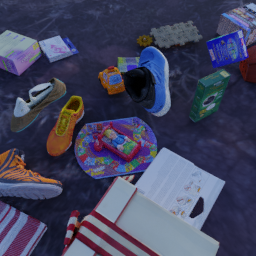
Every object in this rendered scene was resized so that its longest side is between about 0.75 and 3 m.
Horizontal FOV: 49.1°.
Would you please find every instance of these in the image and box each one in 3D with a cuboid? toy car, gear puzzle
[{"bbox_3d":[0.175,-1.909,10.244,2.504,0.833,1.228,-5,47,-7],"label":"toy car"},{"bbox_3d":[1.724,-3.863,12.103,2.752,0.360,1.425,-14,56,-7],"label":"gear puzzle"}]

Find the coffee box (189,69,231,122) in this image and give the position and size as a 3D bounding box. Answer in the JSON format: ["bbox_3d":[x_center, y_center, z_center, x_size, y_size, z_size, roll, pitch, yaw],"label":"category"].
[{"bbox_3d":[2.598,-1.007,9.016,1.041,1.694,0.372,-26,57,-18],"label":"coffee box"}]

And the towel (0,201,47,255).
[{"bbox_3d":[-3.059,2.670,7.158,1.629,0.185,1.173,21,56,15],"label":"towel"}]

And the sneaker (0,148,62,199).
[{"bbox_3d":[-2.906,1.213,7.820,2.333,0.905,1.307,4,54,3],"label":"sneaker"}]

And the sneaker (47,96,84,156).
[{"bbox_3d":[-2.043,-0.125,8.889,0.808,0.854,2.213,10,55,6],"label":"sneaker"}]

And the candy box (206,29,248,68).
[{"bbox_3d":[3.535,-2.809,10.010,1.205,1.018,0.464,-7,17,46],"label":"candy box"}]

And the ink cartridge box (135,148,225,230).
[{"bbox_3d":[1.210,1.862,7.581,1.989,0.499,2.291,29,58,20],"label":"ink cartridge box"}]

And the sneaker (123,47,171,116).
[{"bbox_3d":[0.548,-1.808,9.114,1.043,1.511,2.716,-22,59,35],"label":"sneaker"}]

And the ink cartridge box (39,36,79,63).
[{"bbox_3d":[-2.908,-3.387,11.744,1.288,0.279,1.264,-26,56,-17],"label":"ink cartridge box"}]

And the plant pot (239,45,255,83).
[{"bbox_3d":[4.850,-2.368,10.463,1.063,1.205,1.206,-8,52,6],"label":"plant pot"}]

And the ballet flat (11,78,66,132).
[{"bbox_3d":[-2.371,-0.655,7.065,1.779,0.643,0.603,-39,54,-8],"label":"ballet flat"}]

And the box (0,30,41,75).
[{"bbox_3d":[-4.575,-3.011,11.138,1.582,0.765,1.392,22,56,17],"label":"box"}]

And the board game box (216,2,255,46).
[{"bbox_3d":[5.129,-4.470,12.160,1.871,0.906,1.492,-27,57,-19],"label":"board game box"}]

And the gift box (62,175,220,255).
[{"bbox_3d":[-0.024,2.659,5.791,2.610,2.579,2.795,29,53,10],"label":"gift box"}]

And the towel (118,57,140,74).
[{"bbox_3d":[0.274,-2.509,11.140,1.364,0.155,0.979,-2,53,-2],"label":"towel"}]

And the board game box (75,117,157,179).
[{"bbox_3d":[-0.368,0.429,8.614,2.584,0.503,2.042,-8,55,-6],"label":"board game box"}]
